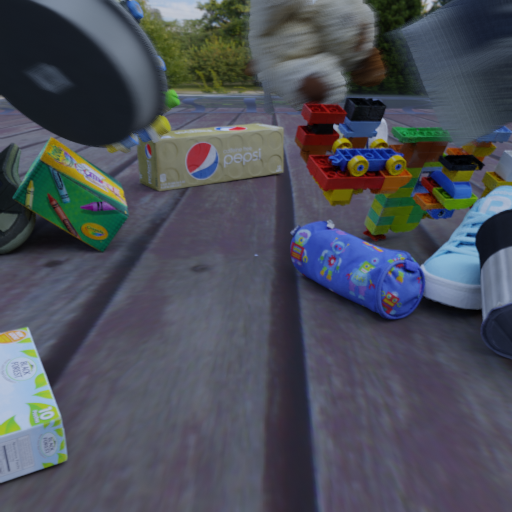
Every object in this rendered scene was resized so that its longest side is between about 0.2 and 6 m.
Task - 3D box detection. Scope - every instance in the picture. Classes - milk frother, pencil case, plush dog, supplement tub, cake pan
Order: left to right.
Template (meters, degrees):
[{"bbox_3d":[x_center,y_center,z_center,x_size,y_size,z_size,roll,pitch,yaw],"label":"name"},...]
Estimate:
[{"bbox_3d":[-2.472,-2.393,7.152,2.712,2.712,0.497,9,58,23],"label":"cake pan"},{"bbox_3d":[1.097,-3.854,10.043,2.293,2.670,2.142,-21,5,-16],"label":"plush dog"},{"bbox_3d":[1.193,0.106,6.941,0.734,0.817,1.881,12,10,-36],"label":"pencil case"},{"bbox_3d":[2.885,-3.485,16.441,1.663,1.205,1.205,11,22,29],"label":"supplement tub"},{"bbox_3d":[2.992,0.105,5.484,1.348,1.493,1.405,16,44,3],"label":"milk frother"}]

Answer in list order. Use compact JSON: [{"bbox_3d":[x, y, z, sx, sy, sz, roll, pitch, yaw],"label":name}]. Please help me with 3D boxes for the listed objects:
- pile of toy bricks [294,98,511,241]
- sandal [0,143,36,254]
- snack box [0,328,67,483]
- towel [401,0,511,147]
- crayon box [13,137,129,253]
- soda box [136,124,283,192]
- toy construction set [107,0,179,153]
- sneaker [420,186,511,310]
[{"bbox_3d":[2.314,-1.049,8.688,3.963,1.956,2.199,-4,41,-22],"label":"pile of toy bricks"},{"bbox_3d":[-4.292,-0.881,9.608,1.307,0.939,3.291,-39,43,2],"label":"sandal"},{"bbox_3d":[-2.260,1.187,4.430,1.169,0.435,1.643,-11,22,-27],"label":"snack box"},{"bbox_3d":[2.751,-2.288,6.550,1.583,1.644,0.284,-25,21,20],"label":"towel"},{"bbox_3d":[-3.022,-1.097,9.322,1.512,0.742,2.547,34,7,-24],"label":"crayon box"},{"bbox_3d":[-1.029,-2.444,13.536,3.507,1.188,1.122,-13,23,-31],"label":"soda box"},{"bbox_3d":[-2.597,-3.905,10.637,1.666,3.617,2.371,-4,21,12],"label":"toy construction set"},{"bbox_3d":[2.980,-0.267,7.329,1.120,1.241,3.029,13,23,35],"label":"sneaker"}]
